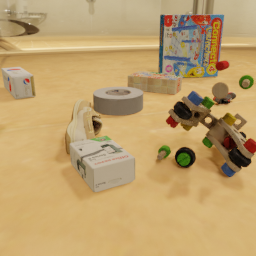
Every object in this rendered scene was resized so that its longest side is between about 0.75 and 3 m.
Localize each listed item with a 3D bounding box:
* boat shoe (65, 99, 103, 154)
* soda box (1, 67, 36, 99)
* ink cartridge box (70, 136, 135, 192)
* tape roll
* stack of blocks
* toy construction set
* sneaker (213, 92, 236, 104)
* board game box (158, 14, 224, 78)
[{"bbox_3d":[-0.932,-0.054,6.421,0.708,0.754,2.046,2,31,-3],"label":"boat shoe"},{"bbox_3d":[-4.146,-1.747,10.533,0.742,0.794,2.331,-12,24,-28],"label":"soda box"},{"bbox_3d":[-0.473,0.595,5.022,0.811,0.467,1.112,-12,25,-28],"label":"ink cartridge box"},{"bbox_3d":[-0.301,-0.869,8.691,1.558,0.515,1.558,0,21,0],"label":"tape roll"},{"bbox_3d":[1.085,-1.791,10.948,1.944,0.569,1.119,10,24,24],"label":"stack of blocks"},{"bbox_3d":[1.734,-0.268,5.411,1.703,2.041,1.569,18,22,20],"label":"toy construction set"},{"bbox_3d":[3.232,-0.917,9.209,0.964,0.372,0.395,-11,51,-25],"label":"sneaker"},{"bbox_3d":[2.853,-3.769,12.965,2.744,2.802,0.783,-4,22,-7],"label":"board game box"}]
